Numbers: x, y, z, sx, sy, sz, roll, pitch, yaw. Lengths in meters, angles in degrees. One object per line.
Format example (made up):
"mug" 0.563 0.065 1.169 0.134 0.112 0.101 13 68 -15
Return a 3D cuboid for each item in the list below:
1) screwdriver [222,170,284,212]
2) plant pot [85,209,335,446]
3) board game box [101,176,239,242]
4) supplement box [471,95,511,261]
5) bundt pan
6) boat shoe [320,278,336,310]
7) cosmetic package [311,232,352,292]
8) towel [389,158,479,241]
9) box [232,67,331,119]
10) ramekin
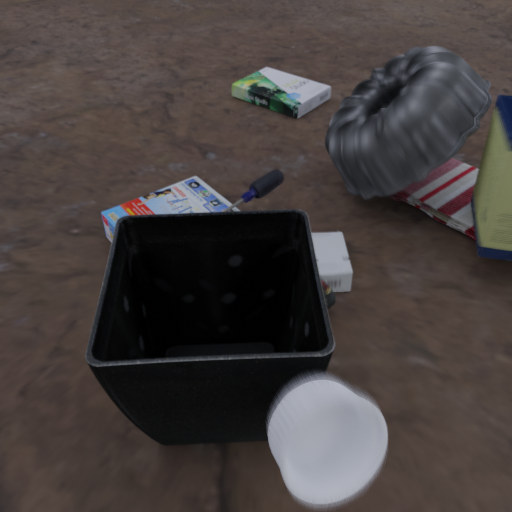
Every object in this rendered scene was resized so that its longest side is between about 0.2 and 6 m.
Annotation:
"screwdriver" -0.352 -0.814 8.792 2.130 0.297 0.310 -34 36 -28
"plant pot" -0.450 0.912 6.170 2.167 1.923 2.162 -2 40 -3
"board game box" -1.191 -0.384 8.792 1.788 0.510 1.826 -26 47 -27
"supplement box" 3.960 -1.103 8.042 1.225 1.823 1.824 9 35 12
"bundt pan" 2.289 -2.343 9.222 2.836 1.064 2.836 -36 27 21
"boat shoe" 0.394 0.249 7.961 0.540 0.630 1.723 -29 54 -27
"cosmetic package" 1.083 0.084 8.327 0.547 0.393 0.969 -4 41 -2
"towel" 3.802 -0.906 9.611 1.823 0.288 2.532 -30 50 -33
"box" 0.577 -3.814 12.989 1.898 0.345 1.369 26 46 28
"ramekin" 0.554 1.485 4.592 0.938 0.938 0.457 -15 18 -17
